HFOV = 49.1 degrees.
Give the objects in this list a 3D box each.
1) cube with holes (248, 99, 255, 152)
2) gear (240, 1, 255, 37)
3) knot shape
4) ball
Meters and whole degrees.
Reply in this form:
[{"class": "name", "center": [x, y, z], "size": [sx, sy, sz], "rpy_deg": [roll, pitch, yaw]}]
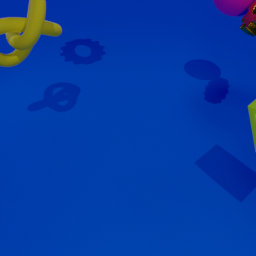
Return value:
[{"class": "cube with holes", "center": [2.367, -0.068, 3.779], "size": [0.918, 0.918, 0.918], "rpy_deg": [-37, 36, -14]}, {"class": "gear", "center": [2.916, -2.557, 5.686], "size": [0.266, 1.438, 1.438], "rpy_deg": [34, 44, -9]}, {"class": "knot shape", "center": [-2.111, -2.072, 5.838], "size": [1.812, 0.837, 1.696], "rpy_deg": [-45, 18, -33]}, {"class": "ball", "center": [2.696, -3.397, 6.763], "size": [1.309, 1.309, 1.309], "rpy_deg": [0, 42, 0]}]
